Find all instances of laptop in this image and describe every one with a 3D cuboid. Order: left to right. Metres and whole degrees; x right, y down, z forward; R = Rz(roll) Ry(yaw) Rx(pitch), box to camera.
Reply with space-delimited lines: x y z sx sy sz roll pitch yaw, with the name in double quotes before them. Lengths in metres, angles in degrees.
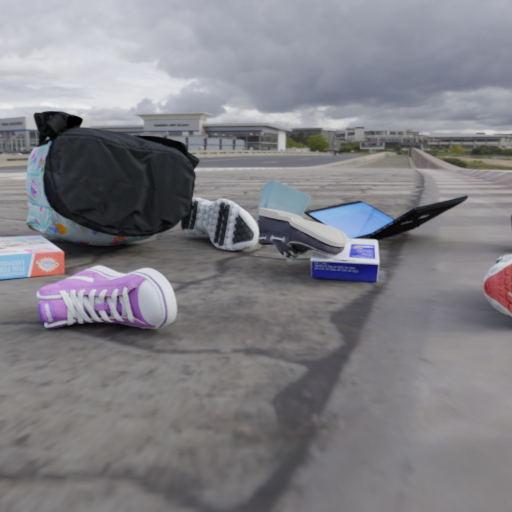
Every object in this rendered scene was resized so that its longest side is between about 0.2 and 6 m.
"laptop" 2.802 -1.091 12.181 2.238 1.304 2.526 -15 -13 -43

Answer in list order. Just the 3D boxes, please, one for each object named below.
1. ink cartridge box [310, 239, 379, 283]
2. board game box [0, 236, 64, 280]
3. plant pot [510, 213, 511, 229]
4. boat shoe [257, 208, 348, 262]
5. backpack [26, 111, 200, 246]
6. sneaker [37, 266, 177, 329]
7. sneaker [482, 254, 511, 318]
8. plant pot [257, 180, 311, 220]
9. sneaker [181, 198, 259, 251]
"ink cartridge box" 1.460 0.069 9.117 1.044 0.412 2.099 4 11 11
"board game box" -4.185 0.003 9.457 1.453 0.383 1.899 -5 12 -29
"plant pot" 5.594 -0.579 10.823 1.093 1.221 1.221 -12 8 16
"boat shoe" 0.686 -0.253 9.126 0.820 0.708 2.257 7 11 -30
"backpack" -3.287 -1.390 11.213 3.116 2.363 3.734 14 -2 -35
"sneaker" -1.775 0.585 6.265 1.892 0.686 1.079 1 15 44
"sneaker" 3.298 0.378 6.963 0.894 0.847 2.175 5 2 44
"plant pot" 0.506 -1.007 12.329 0.937 0.957 0.939 24 -5 -11
"sneaker" -0.590 -0.674 11.751 1.069 0.991 2.639 11 8 -34
